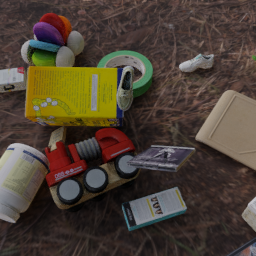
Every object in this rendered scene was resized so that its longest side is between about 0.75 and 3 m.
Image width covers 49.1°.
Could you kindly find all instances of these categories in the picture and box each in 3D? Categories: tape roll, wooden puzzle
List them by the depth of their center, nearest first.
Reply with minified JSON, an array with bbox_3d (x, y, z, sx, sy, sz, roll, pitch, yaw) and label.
[{"bbox_3d":[4.007,0.117,9.283,2.772,0.516,2.565,27,60,22],"label":"wooden puzzle"},{"bbox_3d":[-0.125,-2.073,10.712,2.118,0.509,2.118,0,56,0],"label":"tape roll"}]

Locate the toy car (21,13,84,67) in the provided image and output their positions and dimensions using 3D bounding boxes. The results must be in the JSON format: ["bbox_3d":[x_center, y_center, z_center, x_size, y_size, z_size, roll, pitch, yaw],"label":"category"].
[{"bbox_3d":[-2.965,-3.425,10.867,2.057,1.763,2.351,16,57,10],"label":"toy car"}]

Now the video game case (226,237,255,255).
[{"bbox_3d":[2.830,4.164,6.595,2.435,0.310,2.200,-23,59,-15],"label":"video game case"}]

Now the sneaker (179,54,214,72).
[{"bbox_3d":[2.700,-2.626,11.016,1.399,0.619,0.526,-13,58,-8],"label":"sneaker"}]

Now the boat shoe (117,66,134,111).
[{"bbox_3d":[-0.083,-1.059,7.740,0.461,1.281,0.397,7,25,4],"label":"boat shoe"}]

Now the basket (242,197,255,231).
[{"bbox_3d":[4.075,2.151,7.508,1.722,1.062,1.167,-30,61,-20],"label":"basket"}]

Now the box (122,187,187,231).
[{"bbox_3d":[0.724,2.254,7.827,1.674,0.411,0.689,-15,57,-10],"label":"box"}]

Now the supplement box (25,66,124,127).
[{"bbox_3d":[-1.571,-0.935,8.967,2.889,1.572,1.582,1,81,-1],"label":"supplement box"}]

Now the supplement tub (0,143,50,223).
[{"bbox_3d":[-3.145,1.507,7.767,1.339,1.339,1.847,16,57,11],"label":"supplement tub"}]

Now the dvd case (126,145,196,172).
[{"bbox_3d":[0.889,0.732,7.118,1.258,0.135,1.692,2,13,27],"label":"dvd case"}]

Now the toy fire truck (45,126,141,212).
[{"bbox_3d":[-1.284,0.723,8.297,2.506,1.831,2.847,-22,68,-15],"label":"toy fire truck"}]

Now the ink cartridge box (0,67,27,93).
[{"bbox_3d":[-4.424,-1.812,10.562,1.088,0.451,0.793,-9,56,-6],"label":"ink cartridge box"}]

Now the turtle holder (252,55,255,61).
[{"bbox_3d":[5.648,-2.644,10.758,0.999,1.069,1.407,-21,57,-14],"label":"turtle holder"}]
